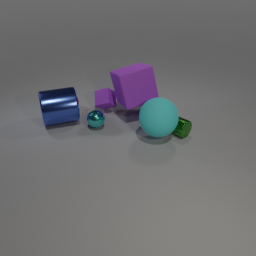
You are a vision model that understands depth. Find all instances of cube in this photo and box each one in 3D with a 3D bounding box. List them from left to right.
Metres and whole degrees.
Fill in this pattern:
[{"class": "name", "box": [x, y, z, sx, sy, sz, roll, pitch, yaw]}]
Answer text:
[{"class": "cube", "box": [-0.980, -1.278, 12.251, 0.700, 0.700, 0.700, -9, -13, 25]}, {"class": "cube", "box": [0.243, -1.724, 11.321, 1.400, 1.400, 1.400, -19, 22, -12]}]

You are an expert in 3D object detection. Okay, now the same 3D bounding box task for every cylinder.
[{"class": "cylinder", "box": [-2.756, -0.869, 11.220, 1.400, 1.400, 1.400, -11, 31, -15]}, {"class": "cylinder", "box": [1.933, -0.059, 10.582, 0.700, 0.700, 0.700, -26, 39, -38]}]

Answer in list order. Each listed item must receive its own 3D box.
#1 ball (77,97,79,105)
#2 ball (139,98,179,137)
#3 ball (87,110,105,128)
[{"class": "ball", "box": [-2.520, -1.152, 12.369, 0.700, 0.700, 0.700, 0, 30, 0]}, {"class": "ball", "box": [1.086, -0.377, 9.943, 1.400, 1.400, 1.400, 0, 30, 0]}, {"class": "ball", "box": [-1.248, -0.363, 10.938, 0.700, 0.700, 0.700, 0, 30, 0]}]
